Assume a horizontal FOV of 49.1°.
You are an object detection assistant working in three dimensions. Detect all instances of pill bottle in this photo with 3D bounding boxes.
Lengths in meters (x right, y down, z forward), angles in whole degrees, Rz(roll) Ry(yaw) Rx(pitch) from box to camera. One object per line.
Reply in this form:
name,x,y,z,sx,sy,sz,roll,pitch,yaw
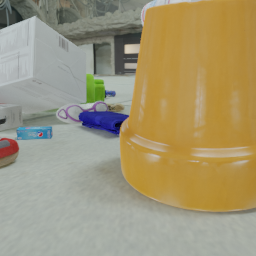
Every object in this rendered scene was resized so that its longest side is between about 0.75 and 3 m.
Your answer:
pill bottle,1.441,-3.648,8.790,1.117,1.117,2.054,-10,9,-36

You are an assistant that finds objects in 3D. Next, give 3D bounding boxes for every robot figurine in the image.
robot figurine,-2.359,-1.601,12.215,2.661,1.539,2.335,0,33,-9

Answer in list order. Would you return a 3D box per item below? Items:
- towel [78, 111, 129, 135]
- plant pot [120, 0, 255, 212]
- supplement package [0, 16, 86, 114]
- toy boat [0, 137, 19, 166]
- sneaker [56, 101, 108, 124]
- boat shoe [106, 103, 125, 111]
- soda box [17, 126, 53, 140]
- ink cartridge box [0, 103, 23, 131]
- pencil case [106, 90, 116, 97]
towel,-0.453,-0.162,8.617,1.463,0.491,1.982,-2,12,-40
plant pot,1.284,-0.621,4.741,2.987,2.734,2.987,-3,20,1
supplement package,-3.287,-1.902,9.553,2.750,2.023,2.630,-8,-14,24
toy boat,-3.061,0.177,5.690,1.646,1.076,1.074,7,15,28
sneaker,-1.647,-0.489,9.870,1.867,0.699,0.930,-9,-3,-33
boat shoe,-0.612,-0.846,11.721,0.983,0.354,0.319,8,29,26
soda box,-2.523,0.135,7.605,0.891,0.286,0.302,-1,13,-7
ink cartridge box,-4.277,-0.300,8.474,1.223,0.710,1.695,6,13,25
pencil case,-1.199,-2.100,16.912,0.929,0.363,0.404,9,19,32
